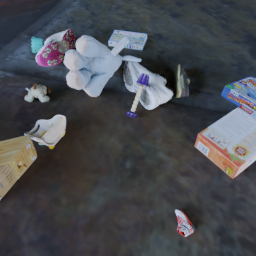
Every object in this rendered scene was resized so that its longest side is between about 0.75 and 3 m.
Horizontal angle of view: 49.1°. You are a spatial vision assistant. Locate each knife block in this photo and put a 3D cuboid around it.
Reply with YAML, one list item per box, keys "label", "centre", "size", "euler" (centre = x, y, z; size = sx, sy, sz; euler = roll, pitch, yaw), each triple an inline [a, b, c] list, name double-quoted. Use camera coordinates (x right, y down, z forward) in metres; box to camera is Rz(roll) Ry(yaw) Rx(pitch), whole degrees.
- label: "knife block"
  centre: [-4.636, 1.112, 8.596]
  size: [2.496, 0.910, 2.844]
  euler: [20, 50, 16]

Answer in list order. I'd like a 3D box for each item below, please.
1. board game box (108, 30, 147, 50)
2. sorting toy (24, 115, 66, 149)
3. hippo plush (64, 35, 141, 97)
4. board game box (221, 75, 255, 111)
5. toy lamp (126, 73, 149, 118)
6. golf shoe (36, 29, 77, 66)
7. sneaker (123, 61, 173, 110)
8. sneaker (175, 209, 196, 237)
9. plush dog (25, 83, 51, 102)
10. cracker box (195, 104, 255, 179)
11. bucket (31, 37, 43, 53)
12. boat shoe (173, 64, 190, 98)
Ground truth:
- label: "board game box"
  centre: [0.003, -4.548, 14.428]
  size: [1.757, 0.301, 1.181]
  euler: [11, 48, 10]
- label: "sorting toy"
  centre: [-2.953, 0.104, 9.807]
  size: [1.175, 0.697, 1.305]
  euler: [14, 46, 23]
- label: "hippo plush"
  centre: [-1.550, -2.978, 11.484]
  size: [2.888, 2.300, 2.322]
  euler: [-42, 41, 0]
- label: "board game box"
  centre: [5.291, -0.958, 10.659]
  size: [1.908, 0.486, 2.819]
  euler: [-23, 50, -34]
- label: "toy lamp"
  centre: [0.388, -1.205, 10.372]
  size: [0.479, 1.646, 0.479]
  euler: [17, 9, -3]
- label: "golf shoe"
  centre: [-3.585, -3.766, 13.367]
  size: [1.263, 1.039, 2.759]
  euler: [7, 43, 28]
- label: "sneaker"
  centre: [0.809, -1.885, 11.528]
  size: [1.414, 1.109, 2.846]
  euler: [-14, 54, -25]
- label: "sneaker"
  centre: [1.449, 2.589, 7.657]
  size: [0.410, 0.255, 0.765]
  euler: [-25, 54, -25]
- label: "plush dog"
  centre: [-3.626, -1.500, 11.322]
  size: [0.992, 0.796, 0.852]
  euler: [1, 23, 1]
- label: "cracker box"
  centre: [3.744, 0.354, 9.459]
  size: [2.498, 0.720, 1.673]
  euler: [-29, 55, -24]
- label: "bucket"
  centre: [-4.410, -4.034, 13.644]
  size: [0.510, 0.784, 0.784]
  euler: [0, 46, -13]
- label: "boat shoe"
  centre: [2.269, -1.940, 11.750]
  size: [0.622, 0.676, 1.891]
  euler: [11, 48, -2]
